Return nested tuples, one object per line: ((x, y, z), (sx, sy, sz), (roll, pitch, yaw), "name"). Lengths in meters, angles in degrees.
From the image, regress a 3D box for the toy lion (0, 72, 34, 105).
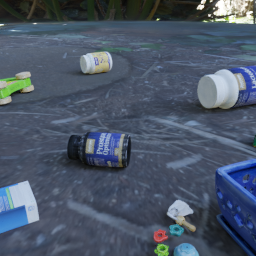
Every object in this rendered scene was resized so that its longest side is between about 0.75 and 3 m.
((-5.498, -1.579, 11.418), (2.360, 0.845, 2.462), (0, 24, 19), "toy lion")

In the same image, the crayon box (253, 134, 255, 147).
((4.167, 0.437, 7.466), (0.776, 0.381, 1.307), (-20, 32, -35), "crayon box")

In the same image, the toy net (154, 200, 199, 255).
((0.817, 1.774, 4.862), (0.717, 0.264, 1.367), (0, 24, 7), "toy net")

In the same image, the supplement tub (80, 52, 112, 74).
((-1.689, -3.441, 14.811), (1.449, 1.054, 1.054), (-15, 30, -29), "supplement tub")

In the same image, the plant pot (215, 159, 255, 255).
((2.299, 1.365, 4.554), (1.364, 1.227, 1.364), (-10, 27, -18), "plant pot")

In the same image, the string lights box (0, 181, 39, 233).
((-2.493, 1.536, 5.092), (1.515, 0.447, 0.778), (-13, 29, -26), "string lights box")

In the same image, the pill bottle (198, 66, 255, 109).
((3.909, -1.470, 10.269), (2.471, 1.430, 1.430), (-11, 28, -19), "pill bottle")

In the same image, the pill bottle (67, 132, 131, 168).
((-0.685, 0.514, 6.823), (1.453, 0.813, 0.813), (3, 26, 8), "pill bottle")
